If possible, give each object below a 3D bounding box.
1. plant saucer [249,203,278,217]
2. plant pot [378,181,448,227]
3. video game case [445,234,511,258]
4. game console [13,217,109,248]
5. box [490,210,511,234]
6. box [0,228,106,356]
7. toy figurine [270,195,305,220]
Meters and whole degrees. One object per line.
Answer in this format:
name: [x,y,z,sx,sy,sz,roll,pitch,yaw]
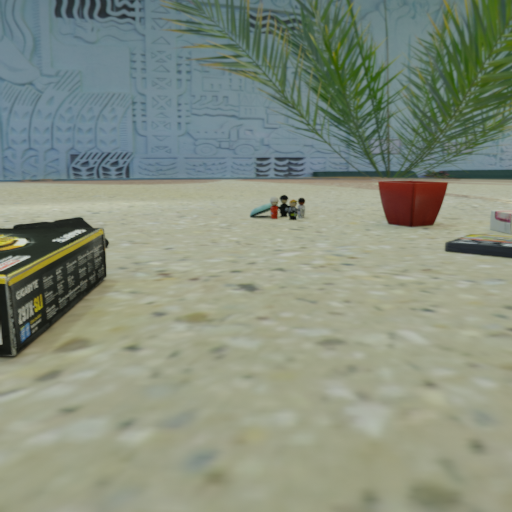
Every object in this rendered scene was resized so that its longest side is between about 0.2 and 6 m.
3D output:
plant saucer: [0.205,-1.365,16.284,0.891,0.160,0.891,-20,-1,0]
plant pot: [3.990,-1.345,14.357,1.268,1.119,1.270,-6,11,-32]
video game case: [4.574,-0.183,10.383,1.651,0.211,1.492,7,12,37]
game console: [-3.841,-0.172,10.488,1.381,0.914,1.570,37,25,20]
box: [5.938,-0.794,13.046,0.564,0.481,0.882,-1,10,-7]
box: [-3.390,0.241,6.313,2.622,0.810,3.284,-2,10,0]
toy figurine: [0.909,-1.378,15.891,0.923,0.652,0.937,6,11,32]
